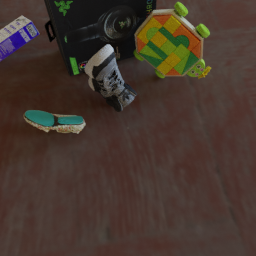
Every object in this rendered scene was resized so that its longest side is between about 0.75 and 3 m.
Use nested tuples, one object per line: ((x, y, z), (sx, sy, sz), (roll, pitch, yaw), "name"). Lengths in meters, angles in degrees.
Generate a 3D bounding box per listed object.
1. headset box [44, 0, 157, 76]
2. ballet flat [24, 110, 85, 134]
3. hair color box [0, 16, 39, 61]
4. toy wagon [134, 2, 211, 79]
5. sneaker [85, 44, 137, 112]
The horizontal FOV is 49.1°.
((-0.813, -3.000, 7.475), (2.852, 2.484, 1.323), (-19, 58, -11), "headset box")
((-1.779, -0.084, 6.811), (1.458, 0.466, 0.551), (8, 44, -15), "ballet flat")
((-3.428, -2.595, 8.146), (1.500, 0.486, 0.820), (-41, 48, -10), "hair color box")
((1.302, -2.067, 7.439), (2.275, 1.765, 0.450), (37, 39, -15), "toy wagon")
((-0.324, -1.104, 6.688), (1.224, 2.150, 0.811), (44, 80, 1), "sneaker")
